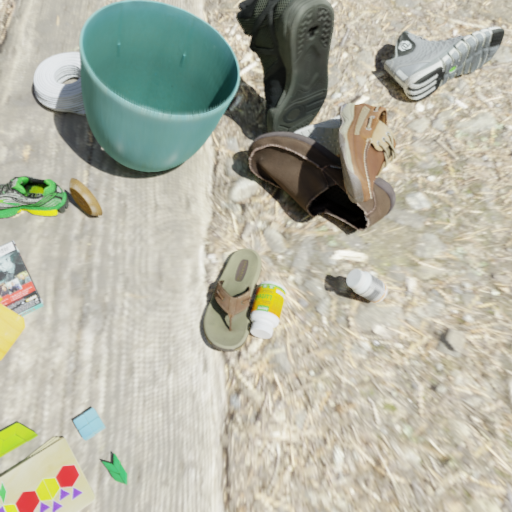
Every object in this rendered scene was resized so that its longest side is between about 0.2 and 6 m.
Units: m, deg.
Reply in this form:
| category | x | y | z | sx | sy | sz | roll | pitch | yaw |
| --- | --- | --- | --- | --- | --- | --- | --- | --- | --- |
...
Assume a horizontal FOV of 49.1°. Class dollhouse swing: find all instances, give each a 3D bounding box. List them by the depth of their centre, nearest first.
| category | x | y | z | sx | sy | sz | roll | pitch | yaw |
| --- | --- | --- | --- | --- | --- | --- | --- | --- | --- |
| dollhouse swing | -4.814 | 1.219 | 9.911 | 0.997 | 0.964 | 1.097 | 10 | 63 | 52 |

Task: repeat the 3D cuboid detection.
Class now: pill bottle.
| category | x | y | z | sx | sy | sz | roll | pitch | yaw |
| --- | --- | --- | --- | --- | --- | --- | --- | --- | --- |
| pill bottle | 0.190 | 0.967 | 9.955 | 0.521 | 0.521 | 0.937 | 12 | 60 | 7 |
| pill bottle | 1.969 | 0.528 | 9.984 | 0.730 | 0.425 | 0.425 | 29 | 52 | -34 |

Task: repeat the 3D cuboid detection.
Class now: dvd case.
| category | x | y | z | sx | sy | sz | roll | pitch | yaw |
| --- | --- | --- | --- | --- | --- | --- | --- | --- | --- |
| dvd case | -4.782 | 0.561 | 10.412 | 1.170 | 0.176 | 1.603 | -28 | 64 | -16 |

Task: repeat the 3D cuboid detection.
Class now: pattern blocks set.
| category | x | y | z | sx | sy | sz | roll | pitch | yaw |
| --- | --- | --- | --- | --- | --- | --- | --- | --- | --- |
| pattern blocks set | -3.350 | 3.662 | 8.519 | 2.713 | 0.220 | 2.385 | -23 | 62 | -13 |

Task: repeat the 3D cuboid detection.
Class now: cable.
| category | x | y | z | sx | sy | sz | roll | pitch | yaw |
| --- | --- | --- | --- | --- | --- | --- | --- | --- | --- |
| cable | -4.308 | -4.007 | 12.911 | 1.632 | 0.565 | 1.632 | 3 | 59 | 2 |

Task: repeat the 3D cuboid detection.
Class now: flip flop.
| category | x | y | z | sx | sy | sz | roll | pitch | yaw |
| --- | --- | --- | --- | --- | --- | --- | --- | --- | --- |
| flip flop | -0.387 | 0.701 | 10.065 | 0.862 | 0.612 | 2.125 | 13 | 60 | 8 |

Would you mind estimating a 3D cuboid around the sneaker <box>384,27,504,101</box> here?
| category | x | y | z | sx | sy | sz | roll | pitch | yaw |
| --- | --- | --- | --- | --- | --- | --- | --- | --- | --- |
| sneaker | 4.282 | -4.954 | 13.200 | 2.955 | 1.109 | 1.706 | -30 | 62 | -16 |

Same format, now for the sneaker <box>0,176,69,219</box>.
| category | x | y | z | sx | sy | sz | roll | pitch | yaw |
| --- | --- | --- | --- | --- | --- | --- | --- | --- | --- |
| sneaker | -4.810 | -1.283 | 11.121 | 1.996 | 0.850 | 0.779 | -3 | 59 | -1 |

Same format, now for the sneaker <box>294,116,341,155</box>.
| category | x | y | z | sx | sy | sz | roll | pitch | yaw |
| --- | --- | --- | --- | --- | --- | --- | --- | --- | --- |
| sneaker | 1.626 | -2.639 | 12.099 | 2.000 | 0.764 | 0.805 | -12 | 36 | -2 |

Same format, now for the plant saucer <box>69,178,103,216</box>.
| category | x | y | z | sx | sy | sz | roll | pitch | yaw |
| --- | --- | --- | --- | --- | --- | --- | --- | --- | --- |
| plant saucer | -3.376 | -1.108 | 10.963 | 0.912 | 0.912 | 0.161 | 36 | 63 | 20 |

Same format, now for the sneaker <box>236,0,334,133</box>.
| category | x | y | z | sx | sy | sz | roll | pitch | yaw |
| --- | --- | --- | --- | --- | --- | --- | --- | --- | --- |
| sneaker | 0.518 | -3.973 | 11.280 | 1.294 | 3.385 | 1.939 | -24 | 59 | -15 |

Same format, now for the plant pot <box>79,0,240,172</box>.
| category | x | y | z | sx | sy | sz | roll | pitch | yaw |
| --- | --- | --- | --- | --- | --- | --- | --- | --- | --- |
| plant pot | -2.054 | -3.064 | 11.078 | 2.930 | 2.352 | 2.930 | 10 | 57 | -16 |

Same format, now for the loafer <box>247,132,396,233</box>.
| category | x | y | z | sx | sy | sz | roll | pitch | yaw |
| --- | --- | --- | --- | --- | --- | --- | --- | --- | --- |
| loafer | 1.148 | -1.448 | 10.940 | 3.128 | 1.142 | 1.111 | 24 | 49 | 14 |

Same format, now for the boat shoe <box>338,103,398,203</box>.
| category | x | y | z | sx | sy | sz | roll | pitch | yaw |
| --- | --- | --- | --- | --- | --- | --- | --- | --- | --- |
| boat shoe | 2.073 | -2.040 | 10.310 | 1.018 | 1.074 | 2.836 | -5 | 44 | 14 |
